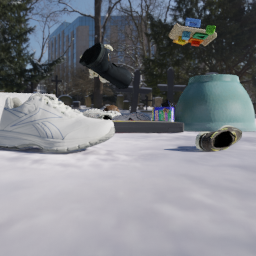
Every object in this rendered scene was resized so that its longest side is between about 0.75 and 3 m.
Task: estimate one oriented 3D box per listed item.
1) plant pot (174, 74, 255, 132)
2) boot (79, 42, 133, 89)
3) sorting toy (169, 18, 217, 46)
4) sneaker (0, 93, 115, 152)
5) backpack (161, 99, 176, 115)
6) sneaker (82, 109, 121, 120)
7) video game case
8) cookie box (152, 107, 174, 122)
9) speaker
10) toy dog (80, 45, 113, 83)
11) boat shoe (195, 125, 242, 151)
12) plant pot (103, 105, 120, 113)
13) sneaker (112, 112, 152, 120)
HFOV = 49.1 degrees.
[{"bbox_3d":[2.859,-0.825,9.427,2.690,1.802,2.690,0,3,0],"label":"plant pot"},{"bbox_3d":[-0.610,-2.172,10.195,1.955,0.888,2.326,27,-2,-24],"label":"boot"},{"bbox_3d":[2.569,-3.682,11.445,1.666,0.403,2.958,12,1,-3],"label":"sorting toy"},{"bbox_3d":[-1.081,-0.087,3.900,1.879,0.818,0.700,2,2,18],"label":"sneaker"},{"bbox_3d":[2.607,-0.931,17.526,1.047,1.303,1.424,-26,-25,29],"label":"backpack"},{"bbox_3d":[-1.531,-0.523,14.440,2.308,0.867,0.936,0,11,18],"label":"sneaker"},{"bbox_3d":[0.174,-0.065,8.793,2.638,0.336,2.384,1,2,-3],"label":"video game case"},{"bbox_3d":[1.864,-0.644,15.009,1.105,0.945,0.415,1,-1,28],"label":"cookie box"},{"bbox_3d":[-2.876,-0.281,6.153,2.494,1.013,1.013,-2,3,-27],"label":"speaker"},{"bbox_3d":[-1.196,-2.982,13.496,1.643,1.695,1.183,-28,3,12],"label":"toy dog"},{"bbox_3d":[1.377,0.162,4.018,0.927,0.330,0.279,-10,11,-34],"label":"boat shoe"},{"bbox_3d":[-0.810,-0.644,15.921,1.052,1.052,1.126,-1,20,-22],"label":"plant pot"},{"bbox_3d":[0.276,-0.315,10.936,1.661,0.624,0.955,-3,4,30],"label":"sneaker"}]
